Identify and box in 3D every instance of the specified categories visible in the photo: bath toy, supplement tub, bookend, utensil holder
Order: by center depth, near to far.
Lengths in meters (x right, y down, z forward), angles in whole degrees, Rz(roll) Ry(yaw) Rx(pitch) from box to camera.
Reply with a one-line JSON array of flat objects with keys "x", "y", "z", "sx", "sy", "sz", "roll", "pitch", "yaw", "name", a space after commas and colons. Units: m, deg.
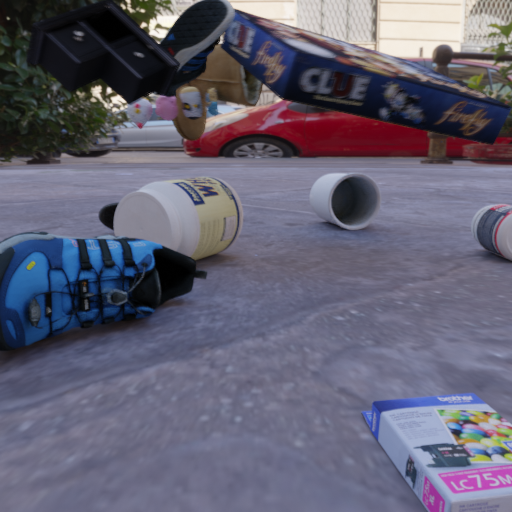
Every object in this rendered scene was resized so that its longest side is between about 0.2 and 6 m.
[{"x": -2.471, "y": -3.170, "z": 9.149, "sx": 1.675, "sy": 1.664, "sz": 0.771, "roll": -45, "pitch": -2, "yaw": -41, "name": "bookend"}, {"x": -1.294, "y": -0.593, "z": 9.626, "sx": 1.445, "sy": 1.445, "sz": 1.993, "roll": 7, "pitch": 14, "yaw": 30, "name": "supplement tub"}, {"x": 4.563, "y": -0.443, "z": 10.146, "sx": 0.925, "sy": 0.925, "sz": 1.318, "roll": -1, "pitch": 12, "yaw": -3, "name": "supplement tub"}, {"x": -1.726, "y": -3.012, "z": 11.463, "sx": 1.884, "sy": 0.696, "sz": 0.819, "roll": -8, "pitch": -33, "yaw": 2, "name": "bath toy"}, {"x": 2.136, "y": -1.379, "z": 13.736, "sx": 1.331, "sy": 1.331, "sz": 1.566, "roll": -2, "pitch": 9, "yaw": -12, "name": "utensil holder"}]

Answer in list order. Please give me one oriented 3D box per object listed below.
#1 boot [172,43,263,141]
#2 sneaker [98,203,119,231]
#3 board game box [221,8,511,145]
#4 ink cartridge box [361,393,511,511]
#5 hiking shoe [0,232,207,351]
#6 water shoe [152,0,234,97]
[{"x": -0.894, "y": -3.459, "z": 12.093, "sx": 0.849, "sy": 2.248, "sz": 2.567, "roll": -26, "pitch": 32, "yaw": -34, "name": "boot"}, {"x": -2.683, "y": -0.950, "z": 13.302, "sx": 2.319, "sy": 0.696, "sz": 1.209, "roll": -1, "pitch": 11, "yaw": -30, "name": "sneaker"}, {"x": 1.848, "y": -3.135, "z": 9.809, "sx": 4.292, "sy": 0.743, "sz": 2.907, "roll": 4, "pitch": 31, "yaw": -27, "name": "board game box"}, {"x": 1.318, "y": 1.257, "z": 3.720, "sx": 0.836, "sy": 0.294, "sz": 1.401, "roll": -2, "pitch": 10, "yaw": -9, "name": "ink cartridge box"}, {"x": -1.785, "y": 0.256, "z": 6.258, "sx": 1.355, "sy": 1.162, "sz": 3.124, "roll": 3, "pitch": 12, "yaw": 20, "name": "hiking shoe"}, {"x": -1.173, "y": -3.739, "z": 10.093, "sx": 2.198, "sy": 0.786, "sz": 0.867, "roll": -32, "pitch": -15, "yaw": 25, "name": "water shoe"}]
